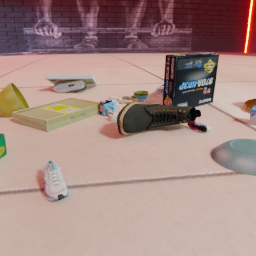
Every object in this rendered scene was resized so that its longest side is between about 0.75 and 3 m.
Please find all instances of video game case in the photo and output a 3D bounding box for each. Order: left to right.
[{"bbox_3d":[-2.972,-2.574,15.235,2.421,0.277,2.204,0,-1,0],"label":"video game case"}]

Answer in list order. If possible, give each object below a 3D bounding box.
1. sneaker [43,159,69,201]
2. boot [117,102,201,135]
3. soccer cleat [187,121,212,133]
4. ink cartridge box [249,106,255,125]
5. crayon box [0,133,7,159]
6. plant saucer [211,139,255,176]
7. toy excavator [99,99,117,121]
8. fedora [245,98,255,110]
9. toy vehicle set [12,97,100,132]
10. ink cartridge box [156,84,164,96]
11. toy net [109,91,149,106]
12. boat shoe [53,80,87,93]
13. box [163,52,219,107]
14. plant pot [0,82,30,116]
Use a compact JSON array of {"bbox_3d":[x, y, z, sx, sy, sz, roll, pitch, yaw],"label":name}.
[{"bbox_3d":[-1.511,0.996,5.613,0.452,0.522,1.205,-8,22,-26],"label":"sneaker"},{"bbox_3d":[0.990,-0.362,8.579,1.734,0.971,2.507,5,19,35],"label":"boot"},{"bbox_3d":[2.307,-0.043,9.057,0.368,0.298,0.852,0,19,-38],"label":"soccer cleat"},{"bbox_3d":[4.602,-0.383,9.542,0.758,0.558,0.548,11,22,30],"label":"ink cartridge box"},{"bbox_3d":[-4.240,0.546,6.729,2.111,0.615,1.254,3,19,10],"label":"crayon box"},{"bbox_3d":[3.055,0.607,6.998,1.867,0.359,1.867,1,19,0],"label":"plant saucer"},{"bbox_3d":[-0.645,-0.643,10.505,1.056,0.528,1.027,22,29,29],"label":"toy excavator"},{"bbox_3d":[6.020,-1.203,11.103,2.702,1.102,2.702,0,20,0],"label":"fedora"},{"bbox_3d":[-2.494,-0.590,10.404,1.781,0.380,2.866,13,23,33],"label":"toy vehicle set"},{"bbox_3d":[2.694,-1.952,14.306,2.036,0.446,2.056,7,19,22],"label":"ink cartridge box"},{"bbox_3d":[-0.180,-1.374,12.617,2.246,0.434,1.178,-14,23,-34],"label":"toy net"},{"bbox_3d":[-3.024,-2.093,14.627,1.756,0.621,0.559,-2,-15,15],"label":"boat shoe"},{"bbox_3d":[2.606,-1.954,11.568,2.748,2.184,0.632,-14,25,-38],"label":"box"},{"bbox_3d":[-4.395,-0.938,10.453,0.900,1.268,1.268,-30,24,-6],"label":"plant pot"}]
